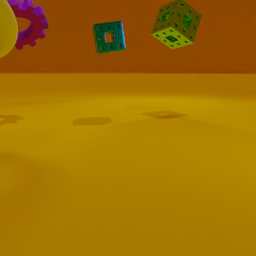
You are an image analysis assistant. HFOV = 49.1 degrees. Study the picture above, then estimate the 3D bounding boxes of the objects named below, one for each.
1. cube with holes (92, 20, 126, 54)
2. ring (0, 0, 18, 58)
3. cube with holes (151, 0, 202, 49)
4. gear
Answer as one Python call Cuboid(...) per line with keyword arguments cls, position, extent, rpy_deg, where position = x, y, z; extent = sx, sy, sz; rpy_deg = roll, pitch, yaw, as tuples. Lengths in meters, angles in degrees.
Cuboid(cls="cube with holes", position=(-0.625, -2.877, 8.972), extent=(0.871, 0.871, 0.871), rpy_deg=(-10, 15, -8))
Cuboid(cls="ring", position=(-2.755, -1.702, 4.212), extent=(2.072, 0.414, 2.072), rpy_deg=(2, -23, 1))
Cuboid(cls="cube with holes", position=(1.776, -3.799, 10.333), extent=(1.150, 1.150, 1.150), rpy_deg=(23, -10, -32))
Cuboid(cls="gear", position=(-3.627, -3.334, 9.081), extent=(1.967, 0.364, 1.967), rpy_deg=(-19, -19, -7))
